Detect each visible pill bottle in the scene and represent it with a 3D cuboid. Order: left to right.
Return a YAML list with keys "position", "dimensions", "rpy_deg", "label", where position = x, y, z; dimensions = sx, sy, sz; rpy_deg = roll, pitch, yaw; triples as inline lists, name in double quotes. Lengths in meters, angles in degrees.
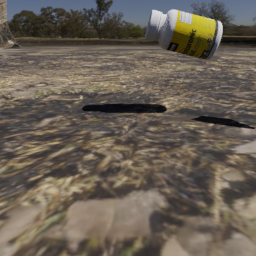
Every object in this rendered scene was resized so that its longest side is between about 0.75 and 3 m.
- position: [1.673, -2.940, 8.681]
  dimensions: [2.157, 1.201, 1.201]
  rpy_deg: [13, 19, -3]
  label: "pill bottle"

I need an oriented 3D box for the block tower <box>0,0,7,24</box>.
- position: [-2.726, -3.007, 5.566]
  dimensions: [0.510, 1.763, 0.476]
  rpy_deg: [16, 35, -3]
  label: "block tower"
